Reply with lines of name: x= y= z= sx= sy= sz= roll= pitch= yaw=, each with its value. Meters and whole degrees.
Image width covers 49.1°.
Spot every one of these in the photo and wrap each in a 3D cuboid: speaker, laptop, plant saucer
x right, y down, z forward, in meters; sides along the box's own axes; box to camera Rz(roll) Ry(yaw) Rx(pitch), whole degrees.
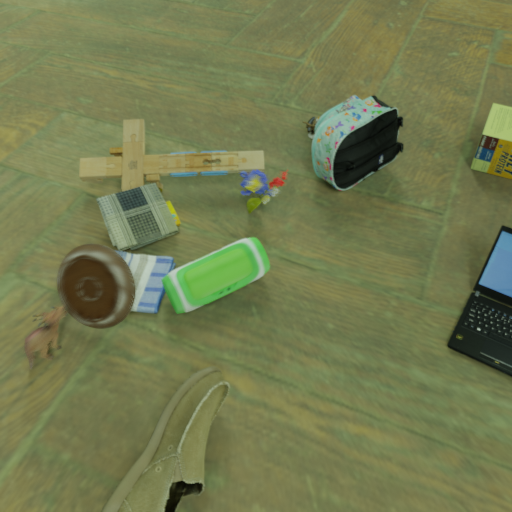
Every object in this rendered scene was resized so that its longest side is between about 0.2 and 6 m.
speaker: x=-0.755 y=0.360 z=10.636 sx=1.953 sy=0.864 sz=0.864 roll=-25 pitch=51 yaw=-14
laptop: x=4.896 y=0.929 z=9.952 sx=2.083 sy=1.214 sz=2.350 roll=24 pitch=51 yaw=22
plant saucer: x=-2.928 y=0.572 z=10.012 sx=1.578 sy=1.578 sz=0.253 roll=15 pitch=13 yaw=14

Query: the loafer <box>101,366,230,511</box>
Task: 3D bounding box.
loafer: x=-1.103 y=2.978 z=8.182 sx=0.977 sy=1.101 sz=2.897 roll=22 pitch=61 yaw=18

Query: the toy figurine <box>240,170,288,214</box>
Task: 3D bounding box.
toy figurine: x=-0.023 y=-1.553 z=11.999 sx=0.801 sy=1.337 sz=0.705 roll=34 pitch=55 yaw=-14

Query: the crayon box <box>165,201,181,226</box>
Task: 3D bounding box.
crayon box: x=-2.005 y=-0.834 z=12.303 sx=0.511 sy=0.205 sz=0.806 roll=-17 pitch=49 yaw=-16

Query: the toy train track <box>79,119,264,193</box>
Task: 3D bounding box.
toy train track: x=-1.886 y=-1.972 z=12.858 sx=4.132 sy=0.672 sz=2.370 roll=-3 pitch=71 yaw=-1

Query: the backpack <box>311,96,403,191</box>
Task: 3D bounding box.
backpack: x=2.180 y=-2.573 z=12.879 sx=2.026 sy=1.798 sz=1.525 roll=-38 pitch=53 yaw=-19

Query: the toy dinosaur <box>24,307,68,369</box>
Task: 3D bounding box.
toy dinosaur: x=-3.755 y=1.395 z=9.758 sx=0.476 sy=0.751 sz=1.108 roll=12 pitch=44 yaw=21

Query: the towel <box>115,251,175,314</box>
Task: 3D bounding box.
towel: x=-2.699 y=0.447 z=11.082 sx=1.944 sy=0.231 sz=1.428 roll=8 pitch=48 yaw=7

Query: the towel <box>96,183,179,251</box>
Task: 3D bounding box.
towel: x=-2.524 y=-0.819 z=11.909 sx=1.373 sy=0.246 sz=1.426 roll=-19 pitch=65 yaw=-19

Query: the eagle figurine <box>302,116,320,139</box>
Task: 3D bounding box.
eagle figurine: x=1.569 y=-3.409 z=14.649 sx=0.540 sy=0.537 sz=0.712 roll=57 pitch=24 yaw=-3

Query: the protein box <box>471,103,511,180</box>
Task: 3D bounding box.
protein box: x=6.206 y=-2.703 z=13.493 sx=1.524 sy=1.028 sz=1.513 roll=19 pitch=49 yaw=17
